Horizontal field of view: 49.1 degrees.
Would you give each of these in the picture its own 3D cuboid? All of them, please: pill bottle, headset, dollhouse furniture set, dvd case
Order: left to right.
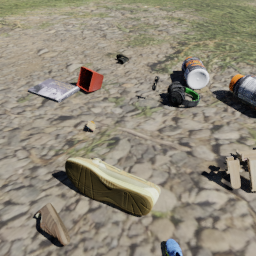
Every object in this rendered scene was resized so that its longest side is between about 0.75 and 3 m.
[{"bbox_3d":[-3.633,-1.901,13.825,2.102,0.168,1.563,20,40,26],"label":"dvd case"},{"bbox_3d":[2.223,-1.693,12.749,2.276,1.069,1.405,12,35,-3],"label":"headset"},{"bbox_3d":[3.391,-2.941,14.472,1.142,1.142,2.150,0,35,0],"label":"pill bottle"},{"bbox_3d":[4.021,1.275,9.278,1.768,1.012,2.073,-8,4,10],"label":"dollhouse furniture set"},{"bbox_3d":[5.652,-1.562,12.381,1.277,1.277,2.403,-19,40,-25],"label":"pill bottle"}]

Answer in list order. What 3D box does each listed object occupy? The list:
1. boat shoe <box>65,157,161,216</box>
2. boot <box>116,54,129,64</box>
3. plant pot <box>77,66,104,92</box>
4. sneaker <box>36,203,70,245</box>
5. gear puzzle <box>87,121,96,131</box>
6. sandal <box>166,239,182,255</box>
[{"bbox_3d":[-0.506,1.547,8.249,2.925,1.067,0.920,17,29,21],"label":"boat shoe"},{"bbox_3d":[-0.465,-4.148,16.850,0.923,0.347,0.690,21,40,26],"label":"boot"},{"bbox_3d":[-1.790,-2.387,13.818,1.008,1.008,0.889,31,24,36],"label":"plant pot"},{"bbox_3d":[-1.972,2.598,7.311,0.528,0.492,1.398,-35,43,-12],"label":"sneaker"},{"bbox_3d":[-1.476,-0.111,11.212,0.393,0.099,0.759,34,21,-15],"label":"gear puzzle"},{"bbox_3d":[1.157,3.027,6.639,0.375,0.411,0.944,-10,35,-11],"label":"sandal"}]
